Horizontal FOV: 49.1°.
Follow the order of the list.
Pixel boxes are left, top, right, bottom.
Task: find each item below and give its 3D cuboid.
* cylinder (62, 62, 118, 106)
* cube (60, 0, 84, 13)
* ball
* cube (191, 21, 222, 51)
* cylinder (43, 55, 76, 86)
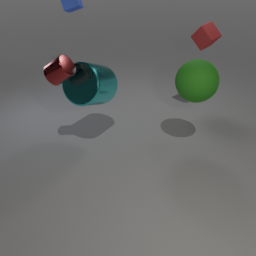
[{"bbox_3d":[-1.261,-1.474,9.494,1.400,1.400,1.400,13,12,21],"label":"cylinder"},{"bbox_3d":[-2.362,-5.298,11.673,0.700,0.700,0.700,-15,14,10],"label":"cube"},{"bbox_3d":[2.240,-1.525,9.110,1.400,1.400,1.400,0,30,0],"label":"ball"},{"bbox_3d":[3.021,-3.553,10.824,0.700,0.700,0.700,-31,86,-31],"label":"cube"},{"bbox_3d":[-2.057,-1.737,8.448,0.700,0.700,0.700,-25,19,28],"label":"cylinder"}]
